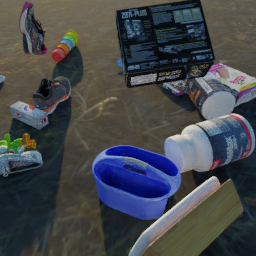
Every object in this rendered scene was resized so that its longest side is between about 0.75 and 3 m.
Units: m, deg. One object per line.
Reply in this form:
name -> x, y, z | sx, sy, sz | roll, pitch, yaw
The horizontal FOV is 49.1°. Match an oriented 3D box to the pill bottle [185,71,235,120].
pill bottle -> 3.273, -1.554, 11.788 | 1.398, 1.398, 2.633 | -6, 36, -8

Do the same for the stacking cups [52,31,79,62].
stacking cups -> -3.799, -4.883, 16.667 | 0.899, 0.899, 2.971 | 7, 38, 9

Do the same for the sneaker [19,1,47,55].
sneaker -> -3.448, -3.620, 10.282 | 0.801, 2.144, 0.864 | 7, 58, -6

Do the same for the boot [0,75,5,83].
boot -> -6.721, -2.430, 13.522 | 0.533, 0.693, 1.450 | 29, 46, 33

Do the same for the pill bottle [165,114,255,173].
pill bottle -> 2.532, 0.544, 8.890 | 2.517, 1.505, 1.505 | -15, 39, -18

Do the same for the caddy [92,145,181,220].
caddy -> 0.214, 1.389, 7.914 | 2.520, 1.323, 1.781 | 15, 39, 20

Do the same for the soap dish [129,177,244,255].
soap dish -> 1.283, 2.352, 6.223 | 2.515, 1.979, 1.021 | -26, 61, -31

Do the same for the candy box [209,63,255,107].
candy box -> 4.602, -2.090, 12.988 | 1.754, 0.785, 2.573 | -21, 42, -26

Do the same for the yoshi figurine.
yoshi figurine -> -3.880, 0.577, 9.419 | 1.426, 0.801, 0.798 | -19, 5, 6

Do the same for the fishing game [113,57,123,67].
fishing game -> -0.135, -3.526, 15.417 | 0.971, 0.211, 1.356 | -27, 52, -31

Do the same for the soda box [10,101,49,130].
soda box -> -3.919, -0.525, 11.104 | 1.614, 0.551, 0.512 | 21, 41, 27

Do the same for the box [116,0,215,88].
box -> 0.890, -2.174, 7.296 | 2.211, 0.952, 1.811 | -9, 76, -2

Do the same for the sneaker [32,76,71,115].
sneaker -> -3.265, -1.715, 12.170 | 1.097, 1.166, 2.848 | 5, 37, 7

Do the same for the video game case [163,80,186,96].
video game case -> 2.444, -1.973, 13.319 | 1.182, 0.212, 1.071 | -20, 41, -25

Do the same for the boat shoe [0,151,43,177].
boat shoe -> -3.567, 1.154, 8.836 | 1.673, 0.617, 0.537 | -8, 33, -22
